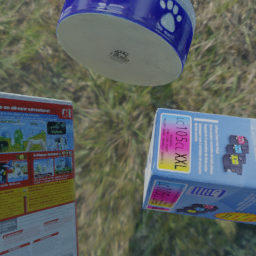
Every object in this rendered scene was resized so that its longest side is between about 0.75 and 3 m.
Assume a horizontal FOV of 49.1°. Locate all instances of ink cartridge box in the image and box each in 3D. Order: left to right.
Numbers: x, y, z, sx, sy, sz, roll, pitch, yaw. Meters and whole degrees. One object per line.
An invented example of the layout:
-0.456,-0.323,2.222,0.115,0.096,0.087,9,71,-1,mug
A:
1.537,0.665,3.876,2.550,1.740,0.973,5,62,2,ink cartridge box

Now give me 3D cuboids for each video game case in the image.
-1.430,0.875,3.686,0.230,1.881,2.631,-5,86,36,video game case

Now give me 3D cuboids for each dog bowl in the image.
-0.038,-1.726,5.189,2.409,2.409,0.949,15,77,5,dog bowl
